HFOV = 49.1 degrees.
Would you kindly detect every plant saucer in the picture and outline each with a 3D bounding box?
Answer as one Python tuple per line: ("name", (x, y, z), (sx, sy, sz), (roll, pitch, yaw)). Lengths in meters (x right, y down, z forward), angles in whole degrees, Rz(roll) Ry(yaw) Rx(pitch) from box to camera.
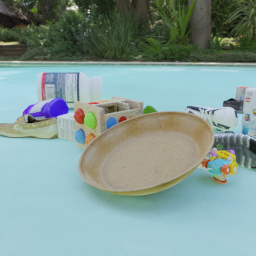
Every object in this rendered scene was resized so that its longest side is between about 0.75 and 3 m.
("plant saucer", (0.400, 0.545, 6.104), (2.956, 0.523, 2.956), (-15, 25, 7))

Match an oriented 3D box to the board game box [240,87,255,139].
("board game box", (4.646, -0.247, 8.117), (0.444, 1.618, 2.563), (-16, 22, -42))

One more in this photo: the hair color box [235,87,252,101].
("hair color box", (6.077, -1.396, 13.394), (0.572, 0.992, 1.789), (-14, 20, -40))

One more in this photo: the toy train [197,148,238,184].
("toy train", (1.836, 0.820, 6.523), (1.324, 0.490, 1.762), (2, 13, 12))

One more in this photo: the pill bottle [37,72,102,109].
("pill bottle", (-2.703, -1.783, 13.382), (2.911, 1.741, 1.741), (-1, 16, -7))

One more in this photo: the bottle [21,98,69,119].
("bottle", (-3.161, -0.559, 10.298), (2.285, 0.746, 0.954), (-4, 33, 42))

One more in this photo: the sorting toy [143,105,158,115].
("sorting toy", (0.665, -0.087, 9.465), (0.973, 0.980, 2.826), (-33, 30, -20))

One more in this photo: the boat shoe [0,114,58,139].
("boat shoe", (-3.292, -0.103, 9.274), (2.156, 0.716, 0.798), (2, 16, 7))

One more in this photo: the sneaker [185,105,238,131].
("sneaker", (2.684, -0.339, 9.873), (1.414, 0.867, 2.173), (-7, 17, -18))

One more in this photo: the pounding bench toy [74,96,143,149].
("pounding bench toy", (-0.380, -0.009, 7.788), (1.686, 1.343, 2.162), (-12, 20, -38))

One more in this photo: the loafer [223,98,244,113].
("loafer", (5.067, -1.172, 13.310), (0.685, 0.600, 1.906), (-1, 16, -3))

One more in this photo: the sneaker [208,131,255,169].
("sneaker", (2.895, 0.414, 7.376), (1.222, 0.794, 2.115), (-11, 18, -41))

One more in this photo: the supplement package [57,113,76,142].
("supplement package", (-1.655, -0.033, 9.003), (0.971, 0.731, 0.737), (9, 18, 30))
